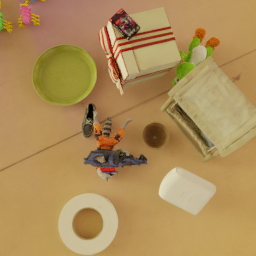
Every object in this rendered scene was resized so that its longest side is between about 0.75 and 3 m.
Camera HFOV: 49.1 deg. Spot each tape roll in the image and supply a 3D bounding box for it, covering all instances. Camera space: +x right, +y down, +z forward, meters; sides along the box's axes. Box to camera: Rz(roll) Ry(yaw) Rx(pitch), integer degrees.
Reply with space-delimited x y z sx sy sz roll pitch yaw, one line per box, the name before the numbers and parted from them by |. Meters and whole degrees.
tape roll | -1.440 3.478 10.285 2.181 0.398 2.181 0 79 0

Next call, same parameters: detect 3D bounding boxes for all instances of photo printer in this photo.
photo printer | 2.013 2.194 9.906 1.676 0.582 1.394 27 120 -1

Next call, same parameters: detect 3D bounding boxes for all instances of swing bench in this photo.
swing bench | 2.818 -0.475 9.848 1.825 2.812 2.797 -38 81 -7

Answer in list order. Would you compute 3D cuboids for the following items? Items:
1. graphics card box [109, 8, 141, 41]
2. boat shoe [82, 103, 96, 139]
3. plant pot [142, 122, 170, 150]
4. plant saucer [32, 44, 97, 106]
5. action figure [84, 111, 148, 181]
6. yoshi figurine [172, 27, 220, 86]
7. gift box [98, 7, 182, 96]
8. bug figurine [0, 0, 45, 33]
graphics card box | -0.099 -3.411 9.221 0.918 0.234 0.576 46 75 -6
boat shoe | -1.559 -0.309 11.019 0.516 0.446 1.421 9 79 2
plant pot | 1.056 0.324 10.871 1.070 0.494 1.070 0 79 -1
plant saucer | -2.545 -2.116 11.406 2.614 0.406 2.614 0 78 -1
action figure | -0.508 0.800 10.658 2.532 1.324 2.449 13 85 -25
yoshi figurine | 2.562 -2.614 10.795 1.370 1.365 2.437 27 85 43
gift box | 0.282 -2.738 10.599 2.391 2.561 2.363 -17 82 -14
bug figurine | -4.951 -5.179 11.845 2.862 0.736 2.220 -12 79 -3
